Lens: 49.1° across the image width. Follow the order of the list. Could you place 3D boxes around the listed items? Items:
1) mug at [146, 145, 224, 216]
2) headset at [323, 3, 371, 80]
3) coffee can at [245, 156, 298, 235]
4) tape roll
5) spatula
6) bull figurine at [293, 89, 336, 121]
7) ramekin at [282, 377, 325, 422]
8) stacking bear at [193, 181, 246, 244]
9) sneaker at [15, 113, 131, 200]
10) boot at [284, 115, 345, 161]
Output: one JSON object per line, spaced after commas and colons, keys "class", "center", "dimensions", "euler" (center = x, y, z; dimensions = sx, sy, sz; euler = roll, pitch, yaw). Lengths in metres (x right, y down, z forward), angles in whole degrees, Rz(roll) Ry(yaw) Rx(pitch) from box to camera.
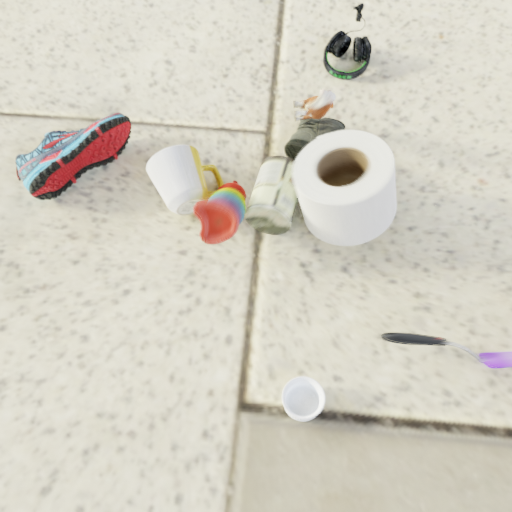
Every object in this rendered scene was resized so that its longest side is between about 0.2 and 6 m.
{"class": "mug", "center": [-1.372, -1.495, 11.241], "dimensions": [1.387, 1.111, 1.139], "euler": [-22, 70, -5]}
{"class": "headset", "center": [2.263, -5.096, 13.395], "dimensions": [1.104, 0.840, 1.788], "euler": [16, 73, 8]}
{"class": "coffee can", "center": [0.381, -1.200, 11.104], "dimensions": [0.933, 0.933, 1.275], "euler": [14, 61, 8]}
{"class": "tape roll", "center": [1.699, -1.279, 10.592], "dimensions": [1.857, 1.275, 1.857], "euler": [-8, 53, 11]}
{"class": "spatula", "center": [3.434, 1.595, 9.647], "dimensions": [2.558, 0.723, 0.263], "euler": [12, 101, 3]}
{"class": "bull figurine", "center": [1.192, -3.078, 11.564], "dimensions": [0.840, 1.384, 0.451], "euler": [-6, 91, 4]}
{"class": "ramekin", "center": [0.780, 2.417, 9.381], "dimensions": [0.717, 0.350, 0.717], "euler": [0, 60, -1]}
{"class": "stacking bear", "center": [-0.572, -0.951, 10.704], "dimensions": [0.810, 0.864, 1.424], "euler": [-3, 30, 14]}
{"class": "sneaker", "center": [-3.873, -2.366, 11.732], "dimensions": [2.623, 1.040, 1.253], "euler": [-38, 65, -20]}
{"class": "boot", "center": [1.665, -2.433, 12.002], "dimensions": [1.943, 0.658, 1.269], "euler": [23, 60, 12]}
